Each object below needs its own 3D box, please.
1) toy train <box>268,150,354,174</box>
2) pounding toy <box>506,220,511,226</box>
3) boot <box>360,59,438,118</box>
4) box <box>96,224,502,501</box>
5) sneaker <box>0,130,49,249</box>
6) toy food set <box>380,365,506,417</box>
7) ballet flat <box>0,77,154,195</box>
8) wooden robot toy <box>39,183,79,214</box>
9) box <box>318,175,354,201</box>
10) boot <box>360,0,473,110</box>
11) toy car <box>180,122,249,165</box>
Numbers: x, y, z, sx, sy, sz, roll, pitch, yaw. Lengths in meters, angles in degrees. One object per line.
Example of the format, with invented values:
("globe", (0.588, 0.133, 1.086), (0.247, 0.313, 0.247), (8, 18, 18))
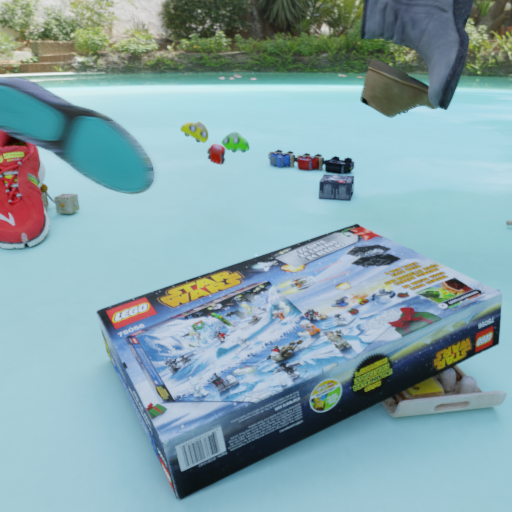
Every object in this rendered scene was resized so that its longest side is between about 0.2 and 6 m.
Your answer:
("toy train", (1.496, -2.677, 16.131), (2.668, 0.455, 0.611), (12, 36, 25))
("pounding toy", (5.679, -0.557, 10.558), (1.136, 0.683, 1.472), (-14, -3, -14))
("boot", (2.446, -2.681, 9.438), (1.958, 0.739, 0.721), (4, 27, -41))
("box", (0.359, 0.780, 6.068), (3.635, 0.725, 2.488), (-18, 28, -20))
("sneaker", (-4.712, -1.426, 10.746), (1.207, 1.331, 3.134), (-9, 49, -16))
("toy food set", (1.764, 1.149, 6.109), (1.124, 0.473, 1.566), (-4, 20, -10))
("ballet flat", (-1.484, -1.022, 4.621), (1.521, 0.547, 0.547), (28, 21, -5))
("wooden robot toy", (-4.943, -1.502, 12.207), (2.281, 1.035, 1.005), (11, 23, 28))
("box", (1.925, -1.639, 13.384), (0.761, 0.435, 0.836), (4, 21, 13))
("boot", (2.543, -3.565, 9.270), (1.764, 0.935, 2.680), (11, 60, 9))
("toy car", (-0.632, -2.161, 10.585), (1.247, 0.295, 1.325), (8, -19, 34))
